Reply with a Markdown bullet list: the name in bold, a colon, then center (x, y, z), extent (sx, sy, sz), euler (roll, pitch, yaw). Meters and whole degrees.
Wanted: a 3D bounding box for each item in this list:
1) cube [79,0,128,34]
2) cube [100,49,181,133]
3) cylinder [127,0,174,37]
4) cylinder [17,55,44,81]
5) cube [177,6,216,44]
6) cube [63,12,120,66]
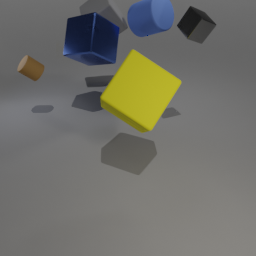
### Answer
- **cube**: center (-1.065, -4.779, 12.114), extent (1.400, 1.400, 1.400), euler (-30, 51, 18)
- **cube**: center (0.252, -0.838, 7.064), extent (1.400, 1.400, 1.400), euler (33, -5, -2)
- **cylinder**: center (0.930, -4.582, 11.525), extent (1.400, 1.400, 1.400), euler (-26, 20, -38)
- **cylinder**: center (-3.566, -2.193, 10.300), extent (0.700, 0.700, 0.700), euler (31, 8, -39)
- **cube**: center (2.048, -3.080, 8.405), extent (0.700, 0.700, 0.700), euler (2, 49, -38)
- **cube**: center (-1.324, -3.179, 10.260), extent (1.400, 1.400, 1.400), euler (5, -2, 35)
